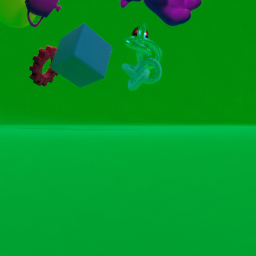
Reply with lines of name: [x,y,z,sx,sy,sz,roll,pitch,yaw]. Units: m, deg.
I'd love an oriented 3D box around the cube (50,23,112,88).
cube: [-1.337,-2.055,8.158,1.149,1.149,1.149,-13,-34,42]

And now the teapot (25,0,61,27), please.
teapot: [-1.930,-3.121,6.695,0.754,1.539,0.957,31,5,-29]

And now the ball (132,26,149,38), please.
ball: [0.576,-4.399,13.287,0.805,0.805,0.805,0,1,0]

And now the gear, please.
gear: [-2.858,-2.160,9.825,0.263,1.424,1.424,28,8,13]

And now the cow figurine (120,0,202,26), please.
cow figurine: [0.637,-3.019,6.468,1.749,0.960,1.721,39,-8,-21]

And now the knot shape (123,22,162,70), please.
knot shape: [0.588,-3.505,12.010,0.928,2.007,1.879,-20,1,32]

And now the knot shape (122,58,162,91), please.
knot shape: [0.435,-2.322,11.730,1.669,0.771,1.562,-40,52,-21]

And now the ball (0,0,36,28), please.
ball: [-3.395,-3.664,8.419,1.236,1.236,1.236,0,1,0]
